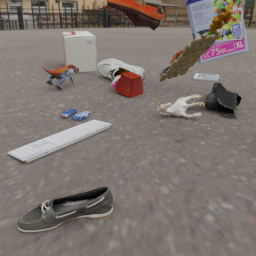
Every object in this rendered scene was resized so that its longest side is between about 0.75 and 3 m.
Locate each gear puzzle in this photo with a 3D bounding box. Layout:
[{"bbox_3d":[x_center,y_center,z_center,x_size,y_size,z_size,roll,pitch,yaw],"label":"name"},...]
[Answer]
[{"bbox_3d":[1.673,-2.071,7.116,1.253,2.419,0.317,-22,75,-35],"label":"gear puzzle"}]

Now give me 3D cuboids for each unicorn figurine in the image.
[{"bbox_3d":[1.731,-0.698,9.079,1.305,0.702,1.900,-2,7,23],"label":"unicorn figurine"}]

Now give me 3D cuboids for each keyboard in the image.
[{"bbox_3d":[-1.683,0.252,7.427,0.789,0.149,2.804,19,30,37],"label":"keyboard"}]

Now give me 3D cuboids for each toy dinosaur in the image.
[{"bbox_3d":[-2.683,-2.345,11.974,0.957,1.822,1.653,20,59,7],"label":"toy dinosaur"}]

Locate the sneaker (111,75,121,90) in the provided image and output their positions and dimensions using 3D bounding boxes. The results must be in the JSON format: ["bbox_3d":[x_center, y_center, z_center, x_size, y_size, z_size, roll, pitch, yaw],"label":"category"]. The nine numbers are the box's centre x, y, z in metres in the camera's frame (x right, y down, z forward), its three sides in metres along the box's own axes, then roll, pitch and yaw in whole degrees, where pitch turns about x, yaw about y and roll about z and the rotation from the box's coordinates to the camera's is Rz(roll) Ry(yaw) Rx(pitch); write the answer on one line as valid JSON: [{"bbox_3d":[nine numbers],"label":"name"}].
[{"bbox_3d":[-0.337,-1.920,11.927,0.645,0.595,1.462,6,19,28],"label":"sneaker"}]

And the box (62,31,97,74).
[{"bbox_3d":[-2.740,-4.255,15.514,1.600,1.878,2.937,-6,24,-13],"label":"box"}]

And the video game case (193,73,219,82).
[{"bbox_3d":[3.821,-2.477,13.646,1.127,0.132,1.025,8,25,18],"label":"video game case"}]

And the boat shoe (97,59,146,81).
[{"bbox_3d":[-0.517,-2.600,13.058,2.621,0.929,0.915,21,28,26],"label":"boat shoe"}]

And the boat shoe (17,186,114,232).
[{"bbox_3d":[-1.024,1.293,4.674,1.591,0.453,0.532,-7,25,-16],"label":"boat shoe"}]

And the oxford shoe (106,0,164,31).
[{"bbox_3d":[0.204,-4.067,10.030,2.186,0.793,0.778,12,42,-20],"label":"oxford shoe"}]

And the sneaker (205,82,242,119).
[{"bbox_3d":[3.383,-1.002,9.735,1.123,0.647,2.153,12,31,24],"label":"sneaker"}]

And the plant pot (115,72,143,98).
[{"bbox_3d":[0.093,-1.762,11.091,0.843,0.744,0.844,32,38,34],"label":"plant pot"}]

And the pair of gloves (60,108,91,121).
[{"bbox_3d":[-1.717,-0.436,9.046,0.985,0.112,0.792,9,23,17],"label":"pair of gloves"}]

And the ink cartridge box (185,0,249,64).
[{"bbox_3d":[3.010,-3.826,9.643,1.706,2.859,0.600,-13,10,7],"label":"ink cartridge box"}]
